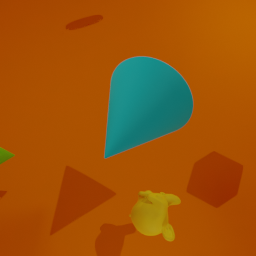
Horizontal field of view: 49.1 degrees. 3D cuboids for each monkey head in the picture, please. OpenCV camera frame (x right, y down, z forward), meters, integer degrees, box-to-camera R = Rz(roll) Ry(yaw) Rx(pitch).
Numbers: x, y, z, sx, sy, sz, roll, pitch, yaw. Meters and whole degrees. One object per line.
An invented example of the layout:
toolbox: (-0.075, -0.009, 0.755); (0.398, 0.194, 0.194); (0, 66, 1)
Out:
monkey head: (0.567, 1.687, 5.548); (0.975, 1.356, 0.817); (7, 90, -31)

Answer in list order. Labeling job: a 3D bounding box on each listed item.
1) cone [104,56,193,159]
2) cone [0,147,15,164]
cone: (0.034, -0.060, 4.570); (1.620, 1.620, 1.626); (28, 49, 10)
cone: (-2.908, 0.568, 5.595); (1.385, 1.390, 1.385); (-2, 86, 37)
